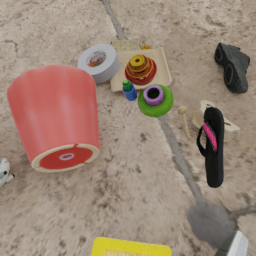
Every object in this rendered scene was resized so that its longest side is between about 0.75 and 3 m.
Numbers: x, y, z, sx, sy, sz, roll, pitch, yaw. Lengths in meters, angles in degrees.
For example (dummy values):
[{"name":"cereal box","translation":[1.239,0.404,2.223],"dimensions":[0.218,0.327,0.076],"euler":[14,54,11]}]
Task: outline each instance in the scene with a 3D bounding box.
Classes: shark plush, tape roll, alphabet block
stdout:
[{"name":"shark plush","translation":[-4.379,1.724,9.019],"dimensions":[0.665,0.726,1.597],"euler":[41,88,13]},{"name":"tape roll","translation":[-1.214,-2.692,11.680],"dimensions":[1.718,0.568,1.718],"euler":[-11,56,16]},{"name":"alphabet block","translation":[-0.032,3.869,6.500],"dimensions":[1.862,1.906,1.872],"euler":[5,47,3]}]

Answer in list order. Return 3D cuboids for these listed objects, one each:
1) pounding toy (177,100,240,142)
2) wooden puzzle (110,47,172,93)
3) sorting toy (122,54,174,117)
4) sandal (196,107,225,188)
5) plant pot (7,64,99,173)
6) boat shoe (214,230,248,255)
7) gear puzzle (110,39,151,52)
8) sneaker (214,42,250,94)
[{"name":"pounding toy","translation":[2.823,-0.168,10.272],"dimensions":[2.128,1.221,1.217],"euler":[39,35,13]},{"name":"wooden puzzle","translation":[0.434,-2.398,11.834],"dimensions":[2.433,0.563,2.254],"euler":[-8,55,0]},{"name":"sorting toy","translation":[0.412,-1.247,7.656],"dimensions":[1.196,0.817,1.990],"euler":[-26,64,3]},{"name":"sandal","translation":[2.074,0.390,7.175],"dimensions":[0.507,0.844,2.249],"euler":[10,63,-8]},{"name":"plant pot","translation":[-2.212,-0.148,9.037],"dimensions":[2.934,2.934,2.596],"euler":[-13,65,-9]},{"name":"boat shoe","translation":[2.537,4.097,7.047],"dimensions":[0.947,1.088,2.952],"euler":[23,62,8]},{"name":"gear puzzle","translation":[0.125,-3.703,12.917],"dimensions":[1.903,0.249,0.986],"euler":[0,53,-4]},{"name":"sneaker","translation":[4.584,-2.578,11.680],"dimensions":[1.256,1.051,2.767],"euler":[-1,57,-8]}]
